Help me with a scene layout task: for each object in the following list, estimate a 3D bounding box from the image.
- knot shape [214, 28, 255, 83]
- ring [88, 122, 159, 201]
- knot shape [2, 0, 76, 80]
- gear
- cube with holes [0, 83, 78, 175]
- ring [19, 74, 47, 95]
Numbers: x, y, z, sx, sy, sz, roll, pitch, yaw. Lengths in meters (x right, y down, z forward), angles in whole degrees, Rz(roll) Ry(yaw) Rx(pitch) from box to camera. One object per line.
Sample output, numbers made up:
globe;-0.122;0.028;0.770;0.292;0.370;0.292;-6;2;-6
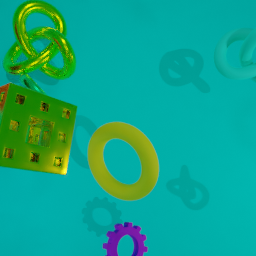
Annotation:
knot shape;3.088;-1.594;6.490;1.728;1.846;0.853;51;40;-21
ring;-0.141;0.696;5.731;1.683;0.337;1.683;11;110;31
knot shape;-2.029;-1.924;6.812;1.835;0.906;1.961;35;99;4
gear;-0.050;2.812;6.577;1.130;0.209;1.130;10;72;-32
cube with holes;-1.805;0.093;4.807;1.217;1.217;1.217;-4;74;45
ring;-2.060;-0.761;6.584;0.249;1.244;1.244;-43;82;-8
